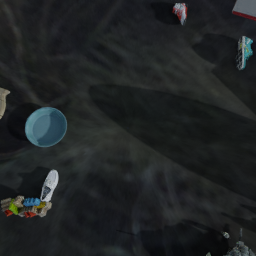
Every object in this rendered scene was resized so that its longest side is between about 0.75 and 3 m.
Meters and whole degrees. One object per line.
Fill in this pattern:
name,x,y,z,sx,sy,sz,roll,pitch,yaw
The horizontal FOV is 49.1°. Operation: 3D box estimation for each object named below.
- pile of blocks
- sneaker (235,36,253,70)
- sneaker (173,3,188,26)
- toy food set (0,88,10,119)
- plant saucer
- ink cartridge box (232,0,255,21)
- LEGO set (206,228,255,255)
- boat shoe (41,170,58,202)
pile of blocks,-2.320,1.809,6.294,1.118,0.459,0.348,-1,39,-1
sneaker,3.182,-2.038,7.604,0.410,0.399,1.030,16,73,-4
sneaker,1.476,-3.261,8.044,0.406,0.253,0.758,8,69,3
toy food set,-3.972,-0.141,7.017,1.376,0.341,2.165,10,73,3
plant saucer,-2.043,-0.007,7.059,1.040,0.187,1.040,0,72,1
ink cartridge box,2.527,-1.539,3.594,1.776,0.744,1.281,5,29,-21
LEGO set,2.684,2.804,5.897,2.569,0.728,1.669,-43,77,-12
boat shoe,-1.854,1.358,6.589,0.274,0.268,0.773,12,73,4
